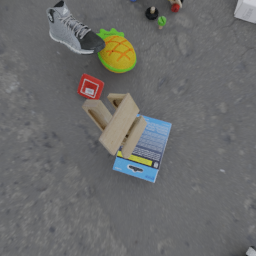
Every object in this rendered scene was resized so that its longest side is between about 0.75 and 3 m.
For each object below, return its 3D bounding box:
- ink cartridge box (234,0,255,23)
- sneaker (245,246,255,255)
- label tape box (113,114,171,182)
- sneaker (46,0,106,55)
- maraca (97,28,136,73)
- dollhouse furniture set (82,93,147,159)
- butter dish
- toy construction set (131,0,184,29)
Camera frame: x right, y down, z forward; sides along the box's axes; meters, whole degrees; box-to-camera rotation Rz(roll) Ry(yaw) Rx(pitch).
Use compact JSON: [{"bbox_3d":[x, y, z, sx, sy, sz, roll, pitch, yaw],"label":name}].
[{"bbox_3d":[4.919,-4.375,9.730,1.950,0.822,1.412,20,77,5],"label":"ink cartridge box"},{"bbox_3d":[3.800,4.782,7.407,1.334,0.980,2.948,-33,75,-5],"label":"sneaker"},{"bbox_3d":[0.438,0.595,8.609,1.330,0.613,1.856,17,79,5],"label":"label tape box"},{"bbox_3d":[-1.678,-3.032,8.262,2.223,1.284,0.834,26,58,27],"label":"sneaker"},{"bbox_3d":[-0.427,-2.590,9.233,1.272,0.992,1.855,-10,65,-24],"label":"maraca"},{"bbox_3d":[-0.571,0.106,7.065,1.624,1.545,1.323,7,57,37],"label":"dollhouse furniture set"},{"bbox_3d":[-1.168,-1.373,9.145,0.768,0.568,0.766,24,118,-1],"label":"butter dish"},{"bbox_3d":[1.241,-5.147,9.386,2.035,1.875,2.441,41,79,9],"label":"toy construction set"}]
